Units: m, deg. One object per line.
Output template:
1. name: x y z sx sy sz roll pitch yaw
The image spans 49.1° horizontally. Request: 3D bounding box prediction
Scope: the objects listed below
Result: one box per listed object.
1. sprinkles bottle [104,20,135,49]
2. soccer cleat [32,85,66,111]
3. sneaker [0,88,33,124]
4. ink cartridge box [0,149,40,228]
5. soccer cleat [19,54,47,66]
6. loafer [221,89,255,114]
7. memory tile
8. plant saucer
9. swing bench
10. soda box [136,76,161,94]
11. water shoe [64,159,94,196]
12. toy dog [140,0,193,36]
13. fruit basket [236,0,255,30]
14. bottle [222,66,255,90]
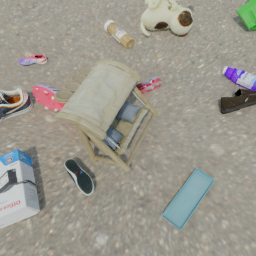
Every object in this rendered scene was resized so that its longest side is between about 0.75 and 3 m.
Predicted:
1. sprinkles bottle: -0.394 -4.170 12.480 0.550 0.550 1.611 -33 64 -19
2. soccer cleat: -2.341 -1.065 10.463 2.560 0.854 0.979 19 36 15
3. sneaker: -4.760 -0.691 10.044 2.493 0.990 0.978 -30 64 -16
4. ink cartridge box: -3.573 1.806 8.390 1.378 0.795 1.899 -23 60 3
5. soccer cleat: -4.020 -2.893 11.743 1.170 0.428 0.399 -5 58 -3
6. loafer: 4.338 -1.140 10.308 2.080 0.759 0.742 -18 89 -11
7. memory tile: -1.290 -1.469 10.442 2.102 0.230 2.742 13 37 8
8. plant saucer: 1.888 2.179 8.691 0.705 0.191 2.016 34 63 20
9. swing bench: -0.516 -0.417 8.759 1.609 2.480 2.467 8 55 34
10. soda box: 0.803 -1.665 11.011 1.018 0.356 0.323 -27 62 -16
11. water shoe: -1.515 1.568 8.880 0.482 0.532 1.348 -31 70 -20
12. toy dog: 1.801 -4.968 12.442 2.233 1.558 2.165 21 69 11
13. fruit basket: 6.089 -5.763 12.265 1.746 2.421 2.421 -8 55 -31
14. bottle: 4.493 -2.013 11.155 1.472 0.481 0.615 31 62 18
